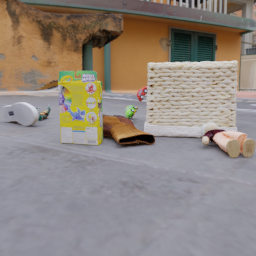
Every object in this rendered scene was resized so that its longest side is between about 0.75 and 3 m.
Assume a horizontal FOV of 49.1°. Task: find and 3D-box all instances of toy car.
[{"bbox_3d":[0.220,-0.926,12.142,0.399,1.791,1.685,31,33,3],"label":"toy car"}]

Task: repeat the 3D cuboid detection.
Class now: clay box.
[{"bbox_3d":[-1.314,-0.569,7.852,1.161,2.021,0.481,3,10,12],"label":"clay box"}]

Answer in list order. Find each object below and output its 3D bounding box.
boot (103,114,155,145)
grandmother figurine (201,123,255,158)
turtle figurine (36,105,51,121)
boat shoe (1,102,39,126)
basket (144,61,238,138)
[{"bbox_3d":[-0.559,0.164,8.351,2.073,0.754,2.202,4,15,-22],"label":"boot"},{"bbox_3d":[2.529,0.248,7.425,1.238,0.618,2.041,8,11,-11],"label":"grandmother figurine"},{"bbox_3d":[-3.905,-0.697,12.869,0.920,0.619,1.229,-11,21,20],"label":"turtle figurine"},{"bbox_3d":[-4.269,-0.596,11.566,2.624,0.944,0.862,-2,10,43],"label":"boat shoe"},{"bbox_3d":[2.076,-1.073,9.875,2.978,2.395,2.951,0,11,8],"label":"basket"}]
